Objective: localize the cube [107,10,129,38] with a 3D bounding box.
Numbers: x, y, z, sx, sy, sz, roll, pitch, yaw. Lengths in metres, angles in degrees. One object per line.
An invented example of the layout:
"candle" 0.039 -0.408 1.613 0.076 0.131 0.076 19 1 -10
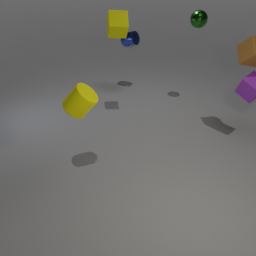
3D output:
"cube" -0.385 -3.760 10.169 0.700 0.700 0.700 -1 73 -9

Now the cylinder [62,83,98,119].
"cylinder" -1.268 -0.715 7.434 0.700 0.700 0.700 35 28 -22

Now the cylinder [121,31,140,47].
"cylinder" 0.112 -4.431 13.980 0.700 0.700 0.700 4 27 37

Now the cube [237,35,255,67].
"cube" 4.149 -2.521 9.268 0.700 0.700 0.700 4 -15 -23

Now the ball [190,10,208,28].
"ball" 2.900 -4.449 11.440 0.700 0.700 0.700 0 30 0

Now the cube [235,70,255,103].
"cube" 4.366 -1.447 9.870 0.700 0.700 0.700 -35 68 -24
